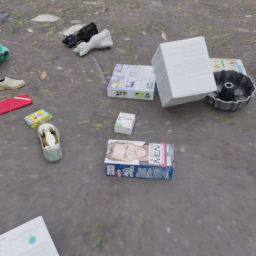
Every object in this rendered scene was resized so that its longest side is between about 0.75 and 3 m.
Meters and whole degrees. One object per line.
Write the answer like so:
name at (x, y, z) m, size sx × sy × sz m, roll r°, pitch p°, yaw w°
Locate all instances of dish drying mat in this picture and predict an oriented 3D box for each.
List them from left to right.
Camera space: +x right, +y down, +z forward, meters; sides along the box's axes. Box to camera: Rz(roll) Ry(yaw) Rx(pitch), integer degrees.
dish drying mat at (-4.595, -0.821, 10.466) m, size 1.886 × 0.172 × 0.724 m, roll -23°, pitch 46°, yaw -25°

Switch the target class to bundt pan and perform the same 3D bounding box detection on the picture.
bundt pan at (3.748, -1.356, 10.535) m, size 1.888 × 0.709 × 1.888 m, roll -4°, pitch 49°, yaw 5°

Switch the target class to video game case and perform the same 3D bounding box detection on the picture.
video game case at (0.231, -1.938, 11.560) m, size 1.826 × 0.458 × 2.014 m, roll 6°, pitch 41°, yaw 7°

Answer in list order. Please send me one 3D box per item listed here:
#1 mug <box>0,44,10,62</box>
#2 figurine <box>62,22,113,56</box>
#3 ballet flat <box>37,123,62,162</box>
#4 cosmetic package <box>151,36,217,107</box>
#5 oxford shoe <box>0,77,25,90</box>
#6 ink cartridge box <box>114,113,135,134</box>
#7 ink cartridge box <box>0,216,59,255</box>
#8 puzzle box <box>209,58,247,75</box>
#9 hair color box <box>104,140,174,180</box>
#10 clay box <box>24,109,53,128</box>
mug at (-6.393, -3.270, 12.483) m, size 1.935 × 1.196 × 1.590 m, roll 24°, pitch 26°, yaw -34°
figurine at (-2.118, -4.465, 14.397) m, size 2.004 × 0.884 × 2.054 m, roll -31°, pitch 49°, yaw -21°
ballet flat at (-2.480, 0.248, 8.860) m, size 0.651 × 0.615 × 1.931 m, roll -15°, pitch 42°, yaw -17°
cosmetic package at (1.902, -1.913, 9.927) m, size 1.582 × 1.591 × 1.901 m, roll -12°, pitch 85°, yaw -8°
oxford shoe at (-4.851, -1.857, 11.487) m, size 1.178 × 0.435 × 0.417 m, roll -11°, pitch 41°, yaw -12°
ink cartridge box at (-0.103, -0.161, 9.571) m, size 0.555 × 0.320 × 0.759 m, roll 8°, pitch 41°, yaw 9°
ink cartridge box at (-1.924, 3.126, 5.205) m, size 1.649 × 0.922 × 2.416 m, roll -22°, pitch 43°, yaw -24°
puzzle box at (4.289, -2.351, 12.175) m, size 1.576 × 0.301 × 2.369 m, roll 4°, pitch 41°, yaw 5°
hair color box at (0.339, 0.906, 8.106) m, size 1.927 × 0.583 × 0.964 m, roll 3°, pitch 40°, yaw 3°
clay box at (-3.154, -0.362, 9.894) m, size 0.503 × 0.208 × 0.875 m, roll 32°, pitch 50°, yaw 31°
